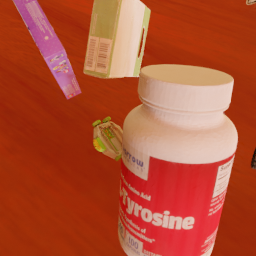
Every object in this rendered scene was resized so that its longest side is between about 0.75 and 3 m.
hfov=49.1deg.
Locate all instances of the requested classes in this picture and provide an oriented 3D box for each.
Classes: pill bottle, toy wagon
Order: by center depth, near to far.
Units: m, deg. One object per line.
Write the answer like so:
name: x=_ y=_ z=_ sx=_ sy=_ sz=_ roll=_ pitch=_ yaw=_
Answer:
pill bottle: x=0.702 y=0.598 z=4.312 sx=1.638 sy=2.918 sz=1.638 roll=2 pitch=23 yaw=-1
toy wagon: x=-0.341 y=0.215 z=4.981 sx=0.793 sy=0.202 sz=1.022 roll=55 pitch=29 yaw=7

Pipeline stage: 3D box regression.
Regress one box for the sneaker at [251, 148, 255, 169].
sneaker: x=3.177 y=0.292 z=6.004 sx=0.737 sy=0.675 sz=1.730 roll=18 pitch=55 yaw=20

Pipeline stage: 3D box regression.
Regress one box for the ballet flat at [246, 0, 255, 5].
ballet flat: x=4.136 y=-4.085 z=8.740 sx=0.927 sy=0.322 sz=0.322 roll=-7 pitch=33 yaw=48

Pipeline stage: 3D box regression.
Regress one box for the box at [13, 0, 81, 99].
box: x=-1.654 y=-1.653 z=6.041 sx=0.422 sy=2.158 sz=1.477 roll=-28 pitch=79 yaw=-8

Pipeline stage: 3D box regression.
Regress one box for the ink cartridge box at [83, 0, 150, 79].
ink cartridge box: x=-0.146 y=-2.140 z=6.598 sx=0.614 sy=1.864 sz=2.562 roll=13 pitch=14 yaw=12
